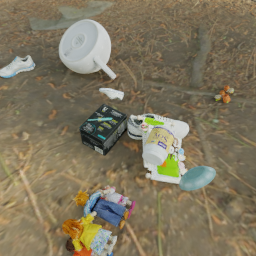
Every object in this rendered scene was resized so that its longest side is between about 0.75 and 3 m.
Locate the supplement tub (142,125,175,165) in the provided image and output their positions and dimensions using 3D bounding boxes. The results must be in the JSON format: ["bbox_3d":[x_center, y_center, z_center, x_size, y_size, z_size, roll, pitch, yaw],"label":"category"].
[{"bbox_3d":[1.053,0.596,9.769,0.876,0.876,1.205,18,58,14],"label":"supplement tub"}]

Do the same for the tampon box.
[{"bbox_3d":[-0.953,0.043,11.202,1.196,1.007,1.595,27,55,21],"label":"tampon box"}]

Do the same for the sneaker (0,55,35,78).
[{"bbox_3d":[-5.661,-3.163,14.050,1.841,0.798,0.690,-29,57,-20],"label":"sneaker"}]

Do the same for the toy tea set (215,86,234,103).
[{"bbox_3d":[4.569,-1.525,13.023,0.674,0.420,1.134,11,47,48],"label":"toy tea set"}]

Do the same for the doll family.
[{"bbox_3d":[-0.999,2.783,8.732,1.751,1.272,2.822,19,52,15],"label":"doll family"}]

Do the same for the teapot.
[{"bbox_3d":[-1.847,-3.729,13.824,2.746,2.032,2.783,-2,71,27],"label":"teapot"}]

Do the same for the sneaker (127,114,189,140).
[{"bbox_3d":[1.244,-0.063,11.303,2.538,1.022,0.969,-1,48,-3],"label":"sneaker"}]

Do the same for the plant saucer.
[{"bbox_3d":[2.159,1.519,8.945,1.251,0.241,1.251,-27,14,7],"label":"plant saucer"}]

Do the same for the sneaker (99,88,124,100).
[{"bbox_3d":[-0.684,-1.391,11.575,1.043,0.381,0.369,11,81,-13],"label":"sneaker"}]

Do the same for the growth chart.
[{"bbox_3d":[1.305,0.794,10.373,1.884,0.231,2.604,4,65,-22],"label":"growth chart"}]
